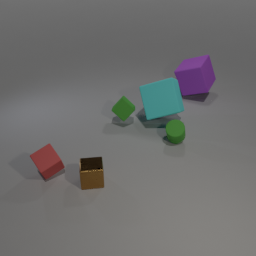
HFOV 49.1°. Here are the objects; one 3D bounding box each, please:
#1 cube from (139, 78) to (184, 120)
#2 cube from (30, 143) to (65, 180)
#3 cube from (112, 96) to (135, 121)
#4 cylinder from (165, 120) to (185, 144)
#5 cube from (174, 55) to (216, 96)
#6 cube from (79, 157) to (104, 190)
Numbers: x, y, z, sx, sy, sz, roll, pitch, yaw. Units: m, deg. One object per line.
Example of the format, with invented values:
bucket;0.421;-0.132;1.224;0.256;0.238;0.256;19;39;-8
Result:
cube;1.440;-1.200;11.649;1.400;1.400;1.400;-13;2;19
cube;-2.493;1.046;8.705;0.700;0.700;0.700;-34;68;-18
cube;-0.180;-0.817;11.634;0.700;0.700;0.700;42;13;-10
cylinder;1.779;0.141;10.445;0.700;0.700;0.700;-5;65;11
cube;3.376;-2.627;14.017;1.400;1.400;1.400;-3;34;38
cube;-1.108;1.377;8.592;0.700;0.700;0.700;-4;30;-7
